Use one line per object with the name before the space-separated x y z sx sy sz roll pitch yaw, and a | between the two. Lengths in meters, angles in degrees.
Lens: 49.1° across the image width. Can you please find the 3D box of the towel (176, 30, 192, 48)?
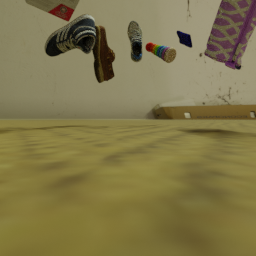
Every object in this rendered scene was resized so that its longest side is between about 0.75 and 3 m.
towel | 2.486 -3.889 12.207 0.218 0.648 0.878 -34 40 -4

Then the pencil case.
pencil case | 3.048 -3.064 7.631 1.187 2.828 1.209 11 24 -7

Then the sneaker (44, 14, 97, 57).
sneaker | -1.844 -2.667 8.919 2.014 1.093 0.706 -29 -32 21

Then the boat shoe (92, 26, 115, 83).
boat shoe | -0.944 -2.927 11.125 0.812 2.403 0.865 -15 46 -15

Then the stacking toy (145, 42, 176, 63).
stacking toy | 1.300 -3.284 11.867 0.648 0.648 1.517 -2 29 -45

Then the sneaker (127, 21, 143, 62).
sneaker | 0.329 -3.269 10.519 0.585 1.517 0.646 -9 9 -2

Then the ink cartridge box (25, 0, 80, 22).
ink cartridge box | -1.620 -3.517 6.574 1.162 1.574 0.674 13 34 -41
